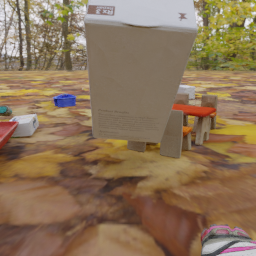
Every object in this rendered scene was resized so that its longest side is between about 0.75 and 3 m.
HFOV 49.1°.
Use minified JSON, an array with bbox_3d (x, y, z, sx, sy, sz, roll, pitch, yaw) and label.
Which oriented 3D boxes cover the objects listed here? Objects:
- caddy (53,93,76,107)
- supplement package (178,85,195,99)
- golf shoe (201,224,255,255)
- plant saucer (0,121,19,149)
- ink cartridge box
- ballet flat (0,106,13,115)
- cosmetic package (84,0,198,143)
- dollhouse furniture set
[{"bbox_3d":[-2.684,-1.207,11.919,0.997,0.524,0.705,-11,17,-37],"label":"caddy"},{"bbox_3d":[2.857,-1.814,14.143,0.612,0.604,1.009,-5,15,-18],"label":"supplement package"},{"bbox_3d":[1.301,1.230,2.532,1.242,0.451,0.572,-4,26,13],"label":"golf shoe"},{"bbox_3d":[-3.818,0.419,5.515,2.731,0.501,2.725,-1,14,-9],"label":"plant saucer"},{"bbox_3d":[-2.824,-0.065,7.499,0.638,0.384,0.878,-6,16,-3],"label":"ink cartridge box"},{"bbox_3d":[-4.690,-0.617,10.084,1.181,0.398,0.376,6,-12,19],"label":"ballet flat"},{"bbox_3d":[0.084,-0.814,4.421,1.346,2.647,0.980,5,56,-3],"label":"cosmetic package"},{"bbox_3d":[0.764,-0.529,7.246,2.829,1.473,2.859,8,16,30],"label":"dollhouse furniture set"}]
